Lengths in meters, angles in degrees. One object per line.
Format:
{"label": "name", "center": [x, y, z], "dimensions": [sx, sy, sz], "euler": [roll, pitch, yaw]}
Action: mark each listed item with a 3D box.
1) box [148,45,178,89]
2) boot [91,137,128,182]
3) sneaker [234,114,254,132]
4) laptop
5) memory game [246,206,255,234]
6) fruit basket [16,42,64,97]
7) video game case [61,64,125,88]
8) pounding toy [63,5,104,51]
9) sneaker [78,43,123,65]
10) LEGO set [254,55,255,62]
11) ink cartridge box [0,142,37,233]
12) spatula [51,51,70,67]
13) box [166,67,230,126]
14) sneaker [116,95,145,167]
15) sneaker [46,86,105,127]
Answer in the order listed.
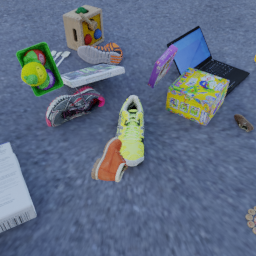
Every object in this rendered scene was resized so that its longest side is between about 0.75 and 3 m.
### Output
{"label": "box", "center": [1.292, -2.301, 10.664], "dimensions": [0.308, 1.578, 1.080], "euler": [38, 69, 8]}
{"label": "boot", "center": [-0.232, 0.614, 5.427], "dimensions": [0.580, 0.406, 1.082], "euler": [8, 42, 16]}
{"label": "sneaker", "center": [4.113, -0.190, 10.123], "dimensions": [0.330, 0.308, 0.873], "euler": [-25, 48, -20]}
{"label": "laptop", "center": [3.553, -2.945, 12.167], "dimensions": [2.952, 1.525, 2.616], "euler": [32, 52, 29]}
{"label": "memory game", "center": [3.627, 2.496, 7.441], "dimensions": [0.965, 0.061, 0.965], "euler": [0, 44, 0]}
{"label": "fruit basket", "center": [-2.883, -1.851, 9.067], "dimensions": [1.215, 1.684, 1.684], "euler": [-27, 49, -16]}
{"label": "video game case", "center": [-1.600, -2.228, 11.623], "dimensions": [2.215, 0.285, 2.437], "euler": [-20, 22, -20]}
{"label": "pounding toy", "center": [-2.114, -5.059, 13.911], "dimensions": [1.558, 2.192, 2.018], "euler": [25, 49, 24]}
{"label": "sneaker", "center": [-1.298, -3.670, 13.573], "dimensions": [2.146, 0.832, 1.202], "euler": [12, 40, -2]}
{"label": "LEGO set", "center": [6.066, -2.552, 12.058], "dimensions": [1.201, 1.116, 2.926], "euler": [4, 42, 4]}
{"label": "ink cartridge box", "center": [-4.332, 1.853, 7.680], "dimensions": [2.877, 0.635, 2.930], "euler": [-20, 40, -21]}
{"label": "spatula", "center": [-3.531, -3.403, 13.682], "dimensions": [1.008, 0.116, 1.449], "euler": [11, 44, 10]}
{"label": "box", "center": [2.636, -1.253, 10.674], "dimensions": [1.712, 1.085, 1.778], "euler": [26, 48, 25]}
{"label": "sneaker", "center": [0.028, 0.031, 9.318], "dimensions": [1.073, 1.087, 2.846], "euler": [0, 44, -3]}
{"label": "sneaker", "center": [-1.928, -0.781, 10.266], "dimensions": [0.911, 0.983, 2.439], "euler": [33, 52, 27]}
